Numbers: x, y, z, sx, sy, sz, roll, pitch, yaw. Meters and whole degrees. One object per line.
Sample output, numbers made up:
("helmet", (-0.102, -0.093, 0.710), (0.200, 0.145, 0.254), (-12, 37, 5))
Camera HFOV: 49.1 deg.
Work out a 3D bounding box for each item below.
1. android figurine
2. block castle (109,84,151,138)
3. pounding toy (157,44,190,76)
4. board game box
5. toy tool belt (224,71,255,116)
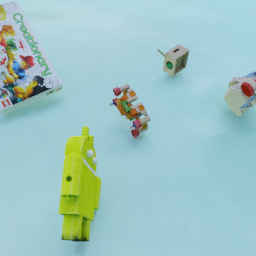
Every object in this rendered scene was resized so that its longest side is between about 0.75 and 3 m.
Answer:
("android figurine", (-0.752, 0.889, 4.613), (0.376, 1.665, 1.829), (0, 65, 6))
("block castle", (0.008, -0.402, 6.832), (0.560, 0.798, 1.194), (-26, 72, -13))
("pounding toy", (1.496, -2.349, 9.496), (0.947, 0.872, 0.673), (-37, 60, -27))
("board game box", (-3.365, -2.051, 7.982), (1.826, 0.500, 2.892), (-29, 88, -22))
("toy tool belt", (3.192, -1.025, 7.219), (1.014, 1.650, 1.030), (-32, 79, -4))
